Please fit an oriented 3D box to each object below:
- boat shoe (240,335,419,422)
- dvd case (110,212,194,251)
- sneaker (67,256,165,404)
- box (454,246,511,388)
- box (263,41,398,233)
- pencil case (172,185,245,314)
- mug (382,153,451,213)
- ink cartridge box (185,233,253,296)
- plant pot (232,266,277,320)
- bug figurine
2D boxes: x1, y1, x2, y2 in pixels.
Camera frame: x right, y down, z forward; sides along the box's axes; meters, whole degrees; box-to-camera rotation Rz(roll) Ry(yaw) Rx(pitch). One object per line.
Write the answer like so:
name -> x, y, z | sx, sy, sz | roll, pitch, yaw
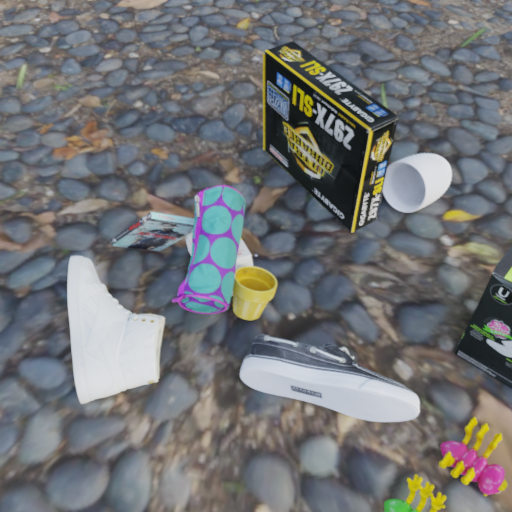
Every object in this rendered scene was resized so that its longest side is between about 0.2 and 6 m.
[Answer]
boat shoe -> 1.200, 1.870, 8.984 | 2.836, 1.017, 0.961 | 9, 51, 17
dvd case -> -1.866, -0.425, 10.404 | 1.100, 1.507, 0.166 | 7, 67, -41
sneaker -> -2.389, 1.094, 9.682 | 1.565, 0.997, 2.707 | -11, 59, -11
box -> 4.412, 0.829, 8.994 | 1.381, 2.222, 1.650 | 32, 56, 25
box -> 1.347, -2.478, 11.605 | 0.815, 2.637, 3.303 | -26, 55, -22
pencil case -> -0.760, -0.104, 9.396 | 0.960, 0.884, 2.076 | 20, 66, -32
mug -> 3.365, -1.666, 12.006 | 1.311, 1.104, 1.496 | -25, 29, -36
ink cartridge box -> -0.664, 0.024, 10.648 | 0.965, 0.555, 1.648 | -19, 44, -14
plant pot -> -0.088, 0.701, 9.938 | 0.794, 0.747, 0.794 | 10, 30, -6
bug figurine -> 3.115, 3.668, 7.504 | 3.063, 0.788, 2.375 | -36, 52, -23
